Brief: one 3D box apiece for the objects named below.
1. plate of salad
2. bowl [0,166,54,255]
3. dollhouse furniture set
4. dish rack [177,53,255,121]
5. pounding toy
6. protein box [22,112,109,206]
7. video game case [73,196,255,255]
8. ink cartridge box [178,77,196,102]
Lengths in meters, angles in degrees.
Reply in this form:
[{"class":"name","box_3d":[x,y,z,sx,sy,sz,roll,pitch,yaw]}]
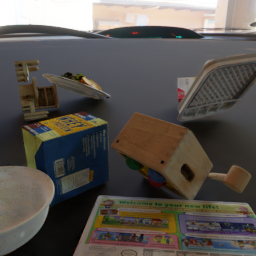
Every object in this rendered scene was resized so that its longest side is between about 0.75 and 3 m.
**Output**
[{"class":"plate of salad","box_3d":[-2.054,-1.830,11.552,2.896,0.696,2.896,16,-1,0]},{"class":"bowl","box_3d":[-2.115,1.428,4.488,1.887,0.848,1.887,0,21,0]},{"class":"dollhouse furniture set","box_3d":[-3.138,-1.249,10.013,1.370,1.807,2.062,-10,-3,-20]},{"class":"dish rack","box_3d":[2.902,-1.330,8.968,2.440,2.844,0.619,-11,64,-19]},{"class":"pounding toy","box_3d":[1.091,0.881,5.465,2.249,1.976,1.029,21,71,45]},{"class":"protein box","box_3d":[-1.247,0.568,5.862,1.432,1.421,0.966,-18,28,-37]},{"class":"video game case","box_3d":[0.683,1.753,4.016,2.787,0.307,2.537,1,15,5]},{"class":"ink cartridge box","box_3d":[2.681,-1.567,11.482,1.271,0.922,0.530,-1,-16,11]}]
